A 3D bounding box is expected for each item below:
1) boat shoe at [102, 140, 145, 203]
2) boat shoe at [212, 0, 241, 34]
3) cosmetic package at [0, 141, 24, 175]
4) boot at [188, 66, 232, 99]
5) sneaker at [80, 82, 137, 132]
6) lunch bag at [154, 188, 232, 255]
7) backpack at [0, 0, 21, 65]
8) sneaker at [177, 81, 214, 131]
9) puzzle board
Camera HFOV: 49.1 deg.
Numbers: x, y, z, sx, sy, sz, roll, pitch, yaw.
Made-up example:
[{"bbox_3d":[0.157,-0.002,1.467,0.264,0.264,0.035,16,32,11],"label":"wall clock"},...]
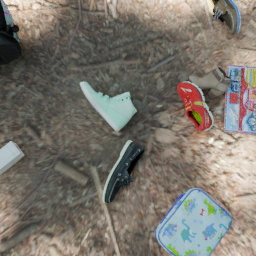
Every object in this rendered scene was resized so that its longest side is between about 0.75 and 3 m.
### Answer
[{"bbox_3d":[-0.083,1.449,8.883,0.714,0.805,2.153,19,65,18],"label":"boat shoe"},{"bbox_3d":[3.653,-4.469,10.701,0.819,0.817,2.262,-9,64,2],"label":"boat shoe"},{"bbox_3d":[-4.037,0.995,9.216,1.032,0.419,0.582,-39,77,-9],"label":"cosmetic package"},{"bbox_3d":[2.853,-1.693,9.647,1.373,1.004,0.482,40,45,14],"label":"boot"},{"bbox_3d":[-0.617,-1.014,9.491,1.213,0.757,2.056,-42,94,-3],"label":"sneaker"},{"bbox_3d":[1.916,2.941,8.401,1.668,0.856,2.075,39,78,9],"label":"lunch bag"},{"bbox_3d":[-5.129,-3.579,9.823,2.442,1.853,2.927,-15,71,-15],"label":"backpack"},{"bbox_3d":[2.187,-0.758,9.419,0.811,0.735,1.910,-16,70,-40],"label":"sneaker"},{"bbox_3d":[4.277,-0.973,9.680,1.796,0.207,2.383,5,84,2],"label":"puzzle board"}]
